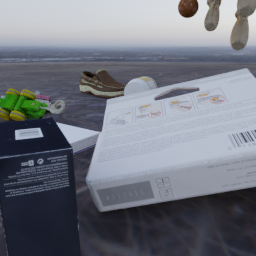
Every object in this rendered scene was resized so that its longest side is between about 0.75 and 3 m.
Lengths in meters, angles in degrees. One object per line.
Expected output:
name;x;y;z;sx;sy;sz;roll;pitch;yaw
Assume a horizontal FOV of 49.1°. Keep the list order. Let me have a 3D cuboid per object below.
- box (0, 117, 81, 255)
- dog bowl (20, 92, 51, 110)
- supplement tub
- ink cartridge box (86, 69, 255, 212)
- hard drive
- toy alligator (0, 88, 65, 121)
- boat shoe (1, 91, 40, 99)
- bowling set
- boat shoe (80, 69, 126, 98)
box;-0.962;0.586;2.904;0.649;1.135;1.247;-6;17;-21
dog bowl;-2.939;-0.838;8.723;1.139;0.420;1.139;8;3;0
supplement tub;0.461;-1.353;10.122;0.915;0.915;1.265;7;18;23
ink cartridge box;0.815;0.024;4.012;2.496;0.558;2.199;-12;29;10
hard drive;-1.699;0.184;5.925;1.979;0.251;1.306;11;19;34
toy alligator;-2.653;-0.501;7.592;2.754;0.817;0.747;8;-23;26
boat shoe;-3.756;-0.908;9.261;1.661;0.533;0.612;-7;17;-22
bowling set;1.875;-2.775;5.613;1.573;2.261;1.214;12;63;11
boat shoe;-1.111;-1.948;11.883;2.963;1.096;1.094;14;21;41
